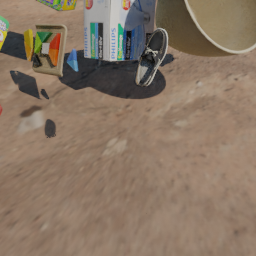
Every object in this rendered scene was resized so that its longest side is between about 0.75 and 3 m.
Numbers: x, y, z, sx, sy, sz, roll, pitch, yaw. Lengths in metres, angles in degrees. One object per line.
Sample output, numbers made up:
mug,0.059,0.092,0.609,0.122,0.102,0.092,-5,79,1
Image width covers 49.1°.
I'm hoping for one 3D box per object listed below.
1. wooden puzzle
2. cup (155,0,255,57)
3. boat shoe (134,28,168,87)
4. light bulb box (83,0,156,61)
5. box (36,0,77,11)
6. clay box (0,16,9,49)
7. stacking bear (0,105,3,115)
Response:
wooden puzzle,-2.124,-2.053,7.356,2.069,1.396,0.242,7,10,35
cup,1.776,-2.909,6.909,2.713,2.713,1.940,-26,9,-26
boat shoe,0.289,-0.921,3.716,0.296,0.801,0.242,29,23,11
light bulb box,-0.233,-2.864,7.977,1.121,1.781,1.797,19,25,40
box,-2.257,-4.455,7.928,1.677,1.615,1.023,27,30,6
clay box,-3.998,-1.935,6.910,0.545,1.316,2.290,17,84,40
stacking bear,-2.093,-0.428,3.610,0.658,1.084,0.616,15,57,-8
